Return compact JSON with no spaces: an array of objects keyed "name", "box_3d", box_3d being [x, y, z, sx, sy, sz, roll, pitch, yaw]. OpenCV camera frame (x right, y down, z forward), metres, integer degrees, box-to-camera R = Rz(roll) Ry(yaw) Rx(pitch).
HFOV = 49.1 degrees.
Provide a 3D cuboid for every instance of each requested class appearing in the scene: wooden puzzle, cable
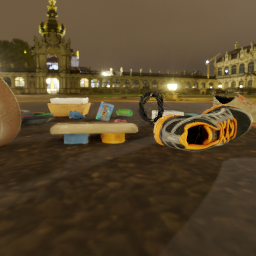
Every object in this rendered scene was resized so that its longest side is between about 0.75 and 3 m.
[{"name":"wooden puzzle","box_3d":[-0.985,0.115,8.055,2.207,0.552,2.383,-1,2,-9]},{"name":"cable","box_3d":[0.857,-0.727,10.369,1.000,1.226,0.311,-3,16,-24]}]

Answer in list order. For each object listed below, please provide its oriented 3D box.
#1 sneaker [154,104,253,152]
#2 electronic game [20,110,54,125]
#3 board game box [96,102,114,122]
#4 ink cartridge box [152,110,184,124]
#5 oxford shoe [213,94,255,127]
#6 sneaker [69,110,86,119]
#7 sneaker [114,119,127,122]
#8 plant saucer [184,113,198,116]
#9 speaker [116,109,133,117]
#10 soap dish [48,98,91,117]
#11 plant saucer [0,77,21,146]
[{"name":"sneaker","box_3d":[1.974,0.079,6.682,2.624,1.027,1.013,-11,15,-19]},{"name":"electronic game","box_3d":[-4.908,-0.536,13.035,2.798,0.582,2.798,0,6,0]},{"name":"board game box","box_3d":[-1.065,-0.748,13.062,0.646,0.850,0.191,15,8,-39]},{"name":"ink cartridge box","box_3d":[1.722,-0.416,11.944,1.036,0.606,1.786,-1,7,-9]},{"name":"oxford shoe","box_3d":[4.836,-0.804,11.710,2.955,1.105,1.041,10,39,44]},{"name":"sneaker","box_3d":[-2.787,-0.727,15.240,1.172,0.459,0.386,7,8,37]},{"name":"sneaker","box_3d":[-0.393,-0.230,11.797,0.343,0.289,0.784,3,4,32]},{"name":"plant saucer","box_3d":[2.885,-0.598,14.828,1.589,0.286,1.589,1,6,0]},{"name":"speaker","box_3d":[-0.224,-0.906,16.845,0.971,0.429,0.429,4,8,33]},{"name":"soap dish","box_3d":[-3.463,-1.270,16.997,2.137,1.103,2.716,0,6,-1]},{"name":"plant saucer","box_3d":[-3.583,-0.417,5.846,2.588,2.588,0.446,1,38,7]}]
